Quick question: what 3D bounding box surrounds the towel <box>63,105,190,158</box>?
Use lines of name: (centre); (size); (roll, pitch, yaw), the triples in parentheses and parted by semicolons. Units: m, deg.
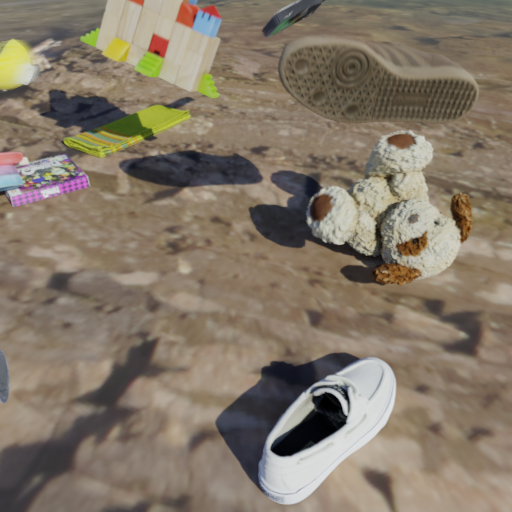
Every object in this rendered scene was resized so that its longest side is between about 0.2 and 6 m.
towel: (-3.393, -3.470, 15.056); (1.455, 0.305, 3.380); (23, 40, 28)

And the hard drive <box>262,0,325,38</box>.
hard drive: (0.761, -4.841, 11.187); (1.216, 0.230, 0.850); (-34, 10, -14)

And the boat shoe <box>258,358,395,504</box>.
boat shoe: (0.922, 1.862, 6.782); (2.465, 0.810, 0.887); (-29, 44, -35)

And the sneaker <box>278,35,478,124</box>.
sneaker: (1.546, -2.413, 7.577); (2.869, 1.011, 1.084); (6, 38, -20)

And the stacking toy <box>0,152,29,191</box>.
stacking toy: (-5.834, -1.434, 11.711); (2.270, 0.959, 2.055); (-13, 8, -1)

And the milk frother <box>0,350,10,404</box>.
milk frother: (-3.896, 1.340, 7.227); (1.130, 1.201, 1.084); (-8, 31, -12)

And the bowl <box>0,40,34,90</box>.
bowl: (-3.474, -2.705, 8.128); (0.393, 0.730, 0.730); (24, 31, -16)

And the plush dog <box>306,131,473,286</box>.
plush dog: (2.459, -0.507, 9.792); (2.590, 2.078, 2.224); (-40, 61, -8)

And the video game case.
video game case: (-4.792, -1.718, 12.486); (1.679, 0.301, 1.522); (-20, 39, -27)

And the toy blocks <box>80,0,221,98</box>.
toy blocks: (-1.774, -4.559, 10.874); (2.853, 1.950, 1.426); (27, 23, 6)
